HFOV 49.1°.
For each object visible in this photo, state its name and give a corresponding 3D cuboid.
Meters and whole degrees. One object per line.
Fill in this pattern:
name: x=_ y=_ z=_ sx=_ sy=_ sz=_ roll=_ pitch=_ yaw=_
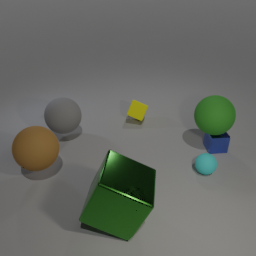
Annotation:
ball: x=-2.840 y=0.631 z=8.659 sx=1.400 sy=1.400 sz=1.400 roll=0 pitch=30 yaw=0
ball: x=-2.481 y=-0.474 z=10.706 sx=1.400 sy=1.400 sz=1.400 roll=0 pitch=30 yaw=0
cube: x=3.270 y=0.466 z=10.375 sx=0.700 sy=0.700 sz=0.700 roll=-3 pitch=30 yaw=-5
cube: x=0.399 y=-0.773 z=12.085 sx=0.700 sy=0.700 sz=0.700 roll=23 pitch=5 yaw=-2
cube: x=-0.224 y=1.692 z=7.141 sx=1.400 sy=1.400 sz=1.400 roll=24 pitch=30 yaw=-6
ball: x=3.035 y=-0.446 z=9.820 sx=1.400 sy=1.400 sz=1.400 roll=0 pitch=30 yaw=0
ball: x=2.547 y=1.171 z=9.150 sx=0.700 sy=0.700 sz=0.700 roll=0 pitch=30 yaw=0
